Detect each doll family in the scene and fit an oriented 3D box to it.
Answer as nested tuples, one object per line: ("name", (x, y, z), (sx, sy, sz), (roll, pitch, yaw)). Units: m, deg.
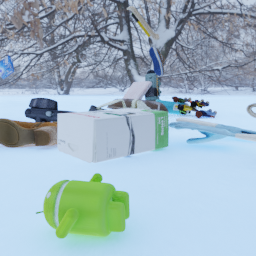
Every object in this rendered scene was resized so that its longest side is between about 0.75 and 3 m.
("doll family", (2.985, -0.955, 12.901), (2.324, 0.912, 1.344), (12, 9, 43))

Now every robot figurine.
("robot figurine", (-0.412, 0.741, 2.624), (0.834, 0.482, 0.732), (3, 22, 13))

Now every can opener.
("can opener", (-2.276, -0.431, 9.669), (2.597, 1.021, 0.823), (10, 1, 5))

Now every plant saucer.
("plant saucer", (0.483, -1.054, 13.456), (2.979, 0.478, 2.979), (6, 0, 0))

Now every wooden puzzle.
("wooden puzzle", (0.478, -3.375, 9.056), (0.250, 1.345, 1.245), (-41, 16, 20))

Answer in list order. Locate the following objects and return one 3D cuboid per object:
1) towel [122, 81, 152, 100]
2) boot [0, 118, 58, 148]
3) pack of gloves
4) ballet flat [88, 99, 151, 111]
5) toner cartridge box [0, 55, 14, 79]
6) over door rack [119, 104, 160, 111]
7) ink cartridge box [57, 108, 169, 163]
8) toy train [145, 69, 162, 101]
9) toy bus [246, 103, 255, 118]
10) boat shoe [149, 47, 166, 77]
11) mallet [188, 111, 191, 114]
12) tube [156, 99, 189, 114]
("towel", (0.325, -1.828, 16.139), (0.326, 2.022, 1.931), (39, -12, -26))
("boot", (-2.275, 0.035, 6.819), (1.715, 0.658, 1.332), (2, 9, 13))
("pack of gloves", (2.358, 0.228, 6.887), (2.621, 0.517, 2.202), (11, 7, 22))
("ballet flat", (0.000, -0.468, 9.199), (2.815, 1.028, 1.028), (-3, 9, -21))
("toner cartridge box", (-3.874, -1.944, 8.901), (0.433, 0.197, 0.911), (-36, 44, 5))
("over door rack", (0.453, -0.715, 12.175), (1.588, 0.529, 1.173), (-13, 12, -25))
("ink cartridge box", (-0.311, 0.065, 5.989), (1.984, 0.837, 1.449), (-7, 11, -41))
("toy train", (1.438, -2.308, 16.580), (1.030, 2.418, 1.378), (-3, -28, 12))
("toy bus", (3.410, 0.103, 5.180), (1.801, 0.986, 1.908), (-28, 48, -19))
("boat shoe", (1.453, -3.041, 12.799), (0.549, 1.518, 0.548), (-4, -20, -30))
("mallet", (2.365, -0.975, 14.883), (0.666, 0.416, 2.022), (-6, 14, -38))
("tube", (2.103, -1.087, 14.529), (2.228, 0.561, 0.863), (11, 57, 45))
